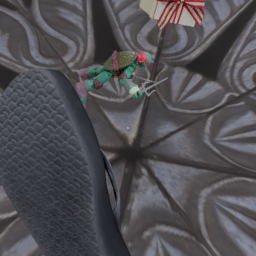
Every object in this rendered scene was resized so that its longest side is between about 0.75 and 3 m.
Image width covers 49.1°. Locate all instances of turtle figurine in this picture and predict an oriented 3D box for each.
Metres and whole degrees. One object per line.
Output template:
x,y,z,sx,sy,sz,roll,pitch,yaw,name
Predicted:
-0.119,-0.991,5.066,1.600,0.806,1.198,-12,23,13,turtle figurine

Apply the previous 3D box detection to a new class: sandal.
-0.351,0.604,2.006,0.785,2.065,0.442,-8,16,27,sandal

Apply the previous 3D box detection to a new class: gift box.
1.002,-2.792,6.061,1.165,1.263,1.179,-2,35,-18,gift box
